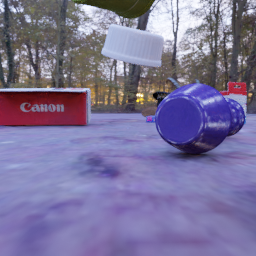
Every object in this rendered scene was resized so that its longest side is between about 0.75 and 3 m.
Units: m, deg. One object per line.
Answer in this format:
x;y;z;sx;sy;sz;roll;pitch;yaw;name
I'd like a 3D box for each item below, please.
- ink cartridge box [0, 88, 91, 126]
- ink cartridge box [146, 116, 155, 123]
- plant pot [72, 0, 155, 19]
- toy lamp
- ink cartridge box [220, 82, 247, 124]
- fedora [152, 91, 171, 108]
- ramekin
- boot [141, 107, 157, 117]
-2.757;-0.727;9.434;2.888;1.211;2.535;-1;8;-4;ink cartridge box
1.292;-0.389;12.147;0.870;0.306;1.458;0;5;14;ink cartridge box
-0.434;-2.934;5.401;1.630;1.630;1.548;3;22;40;plant pot
1.108;-0.140;3.900;0.831;0.831;2.856;2;3;25;toy lamp
3.790;-0.882;10.160;0.865;1.488;0.500;-1;4;-21;ink cartridge box
1.915;-0.901;12.730;2.102;0.960;2.102;20;-7;2;fedora
0.240;-3.136;10.598;2.338;1.140;2.338;12;20;-4;ramekin
1.841;-0.812;16.611;2.067;0.726;1.511;2;-2;4;boot
